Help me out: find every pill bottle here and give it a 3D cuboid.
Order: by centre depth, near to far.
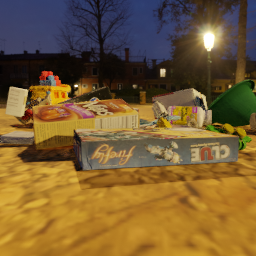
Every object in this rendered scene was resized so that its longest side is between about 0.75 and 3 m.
[{"bbox_3d":[2.327,-0.401,10.660,1.607,0.838,0.838,2,6,13],"label":"pill bottle"}]

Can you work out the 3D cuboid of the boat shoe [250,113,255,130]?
[{"bbox_3d":[4.729,-0.252,9.006,0.746,0.875,2.618,-4,2,4],"label":"boat shoe"}]

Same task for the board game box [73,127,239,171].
[{"bbox_3d":[0.370,0.301,5.206,2.632,0.455,1.783,-1,5,-14],"label":"board game box"}]

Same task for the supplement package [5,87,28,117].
[{"bbox_3d":[-3.810,-0.899,9.609,0.509,0.930,0.529,11,6,-11],"label":"supplement package"}]

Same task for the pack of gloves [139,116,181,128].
[{"bbox_3d":[0.696,-0.271,9.330,1.941,0.383,1.631,-12,1,-7],"label":"pack of gloves"}]

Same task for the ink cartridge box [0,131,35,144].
[{"bbox_3d":[-2.525,0.245,7.117,1.050,0.213,1.048,1,6,-3],"label":"ink cartridge box"}]

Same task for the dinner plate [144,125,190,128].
[{"bbox_3d":[1.323,0.034,9.548,1.615,0.196,1.615,-1,4,0],"label":"dinner plate"}]

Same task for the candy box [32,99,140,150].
[{"bbox_3d":[-1.051,-0.167,6.741,2.350,0.663,1.371,-6,21,-18],"label":"candy box"}]

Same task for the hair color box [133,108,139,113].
[{"bbox_3d":[-0.396,-0.461,11.791,1.264,0.729,2.280,-5,5,-11],"label":"hair color box"}]

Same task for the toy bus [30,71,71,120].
[{"bbox_3d":[-3.668,-1.545,14.136,1.789,2.530,2.636,1,4,24],"label":"toy bus"}]

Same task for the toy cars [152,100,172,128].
[{"bbox_3d":[0.996,-0.268,8.639,0.452,0.915,2.041,-30,27,14],"label":"toy cars"}]

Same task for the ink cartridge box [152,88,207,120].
[{"bbox_3d":[2.429,-0.952,12.717,1.833,1.042,2.516,-10,-5,26],"label":"ink cartridge box"}]

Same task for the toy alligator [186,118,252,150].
[{"bbox_3d":[1.933,0.192,5.803,1.557,0.462,0.423,15,44,-14],"label":"toy alligator"}]

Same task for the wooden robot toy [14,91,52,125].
[{"bbox_3d":[-3.940,-0.524,12.288,2.822,1.280,1.243,-19,32,36],"label":"wooden robot toy"}]

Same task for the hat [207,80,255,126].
[{"bbox_3d":[4.895,-0.214,11.033,2.987,2.629,2.474,-44,-29,19],"label":"hat"}]

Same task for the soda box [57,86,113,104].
[{"bbox_3d":[-1.838,-0.810,10.901,2.524,0.893,0.799,-24,15,-25],"label":"soda box"}]
